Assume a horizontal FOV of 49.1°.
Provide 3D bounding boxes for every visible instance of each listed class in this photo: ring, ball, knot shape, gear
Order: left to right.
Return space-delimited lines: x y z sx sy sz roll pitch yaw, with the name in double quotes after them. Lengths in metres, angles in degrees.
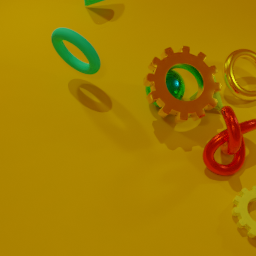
-1.318 -1.915 7.099 1.448 1.448 0.290 28 70 18 "ring"
0.950 -1.020 7.167 1.017 1.017 1.017 0 55 0 "ball"
1.274 -1.024 6.565 1.773 0.328 1.773 2 79 -10 "gear"
2.362 0.201 6.223 0.727 1.573 1.472 27 38 36 "knot shape"
3.172 -1.436 7.510 1.441 0.288 1.441 3 81 -17 "ring"
2.645 1.693 5.614 1.049 0.194 1.049 -1 55 1 "gear"

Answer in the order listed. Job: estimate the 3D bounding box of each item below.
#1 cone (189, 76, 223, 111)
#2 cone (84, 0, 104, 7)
2.208 -0.741 7.284 0.864 0.864 0.867 -41 87 -25 "cone"
-1.289 -4.513 9.672 0.985 0.989 0.985 13 65 -30 "cone"
